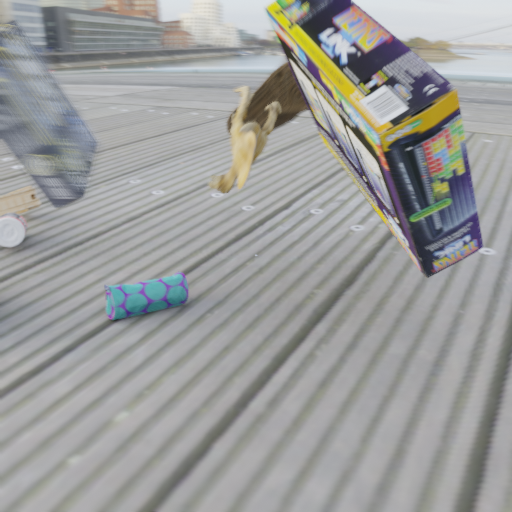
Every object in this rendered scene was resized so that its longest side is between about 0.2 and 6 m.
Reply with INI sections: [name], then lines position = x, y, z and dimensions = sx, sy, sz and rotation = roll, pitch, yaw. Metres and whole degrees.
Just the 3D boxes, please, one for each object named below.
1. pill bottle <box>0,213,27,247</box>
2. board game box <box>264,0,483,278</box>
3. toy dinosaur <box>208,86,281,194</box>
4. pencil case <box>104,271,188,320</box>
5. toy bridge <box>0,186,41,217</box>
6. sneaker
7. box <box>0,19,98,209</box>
[pill bottle]
position = -5.370, -0.596, 12.246
dimensions = 0.643, 0.643, 1.162
rotation = -8, 14, -18
[board game box]
position = 1.789, -2.009, 8.577
dimensions = 1.096, 3.196, 3.866
rotation = -31, 49, 6
[toy dinosaur]
position = -0.081, -1.824, 8.859
dimensions = 0.858, 1.490, 2.947
rotation = 13, -14, -11
[pencil case]
position = -1.875, 0.662, 9.589
dimensions = 1.386, 0.590, 0.641
rotation = -10, 44, -23
[toy bridge]
position = -6.701, -0.691, 12.030
dimensions = 1.494, 0.605, 4.445
rotation = -6, 15, 43
[sneaker]
position = 0.636, -3.364, 11.859
dimensions = 2.892, 1.019, 1.092
rotation = -20, 4, 39
[box]
position = -4.209, -2.720, 10.741
dimensions = 0.722, 2.941, 2.371
rotation = -22, 39, 7
